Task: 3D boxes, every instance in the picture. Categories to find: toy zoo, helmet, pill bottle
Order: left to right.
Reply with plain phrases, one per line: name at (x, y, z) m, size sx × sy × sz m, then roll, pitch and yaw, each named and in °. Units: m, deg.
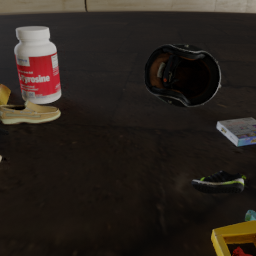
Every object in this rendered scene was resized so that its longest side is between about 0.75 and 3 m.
pill bottle at (-3.148, -2.196, 9.779) m, size 1.379 × 2.456 × 1.379 m, roll 0°, pitch 27°, yaw 0°
helmet at (1.856, -1.696, 9.249) m, size 2.126 × 2.230 × 2.230 m, roll 7°, pitch 20°, yaw -33°
toy zoo at (2.209, 2.106, 3.909) m, size 1.596 × 0.249 × 2.433 m, roll -2°, pitch 28°, yaw -3°

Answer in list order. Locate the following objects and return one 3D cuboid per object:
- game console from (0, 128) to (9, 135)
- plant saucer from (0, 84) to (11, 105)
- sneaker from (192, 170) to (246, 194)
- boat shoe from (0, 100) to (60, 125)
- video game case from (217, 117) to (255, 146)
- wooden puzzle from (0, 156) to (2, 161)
game console at (-4.482, 0.336, 6.748) m, size 2.305 × 1.341 × 2.027 m, roll 2°, pitch 43°, yaw 4°
plant saucer at (-5.221, -1.186, 10.083) m, size 1.676 × 0.406 × 1.676 m, roll -7°, pitch 28°, yaw -13°
sneaker at (1.740, 1.025, 5.406) m, size 0.986 × 0.354 × 0.408 m, roll -2°, pitch 49°, yaw 23°
boat shoe at (-2.985, -0.526, 8.506) m, size 1.776 × 0.676 × 0.636 m, roll -7°, pitch 28°, yaw -13°
video game case at (3.248, 0.085, 7.782) m, size 1.142 × 0.259 × 1.035 m, roll -7°, pitch 28°, yaw -13°
wooden puzzle at (-3.944, 1.118, 5.496) m, size 2.328 × 0.539 × 2.156 m, roll -4°, pitch 28°, yaw -7°
